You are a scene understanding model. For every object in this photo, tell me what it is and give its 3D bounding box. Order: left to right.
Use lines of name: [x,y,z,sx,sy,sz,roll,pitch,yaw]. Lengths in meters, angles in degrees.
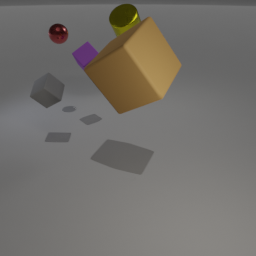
cube: [-2.540,-1.181,8.863,0.700,0.700,0.700,-22,48,29]
ball: [-2.492,-3.375,10.040,0.700,0.700,0.700,0,27,0]
cube: [-1.377,-2.389,9.691,0.700,0.700,0.700,-39,71,-5]
cylinder: [-0.043,-4.981,13.578,1.400,1.400,1.400,-6,67,16]
cube: [0.141,-1.410,6.525,1.400,1.400,1.400,-17,31,43]
